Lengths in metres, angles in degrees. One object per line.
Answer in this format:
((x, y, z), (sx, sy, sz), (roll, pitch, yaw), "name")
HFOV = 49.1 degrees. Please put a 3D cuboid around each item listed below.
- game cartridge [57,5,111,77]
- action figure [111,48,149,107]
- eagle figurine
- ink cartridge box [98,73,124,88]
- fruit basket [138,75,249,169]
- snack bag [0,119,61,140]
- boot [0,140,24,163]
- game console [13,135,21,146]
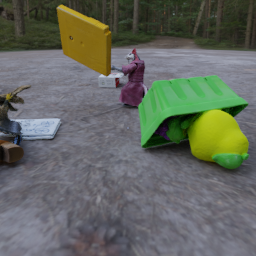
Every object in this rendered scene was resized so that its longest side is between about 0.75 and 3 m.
((-1.716, -3.463, 11.268), (2.494, 2.199, 0.405), (30, 55, 18), "game cartridge")
((0.332, -2.150, 12.220), (1.929, 2.590, 1.735), (20, 30, 35), "action figure")
((-3.963, -0.257, 8.026), (1.828, 1.838, 2.422), (27, 34, -24), "eagle figurine")
((-0.974, -2.950, 17.266), (1.398, 0.668, 1.592), (2, 20, 7), "ink cartridge box")
((2.018, 0.019, 7.888), (3.117, 2.248, 3.117), (9, 59, -16), "fruit basket")
((-3.396, 0.025, 9.691), (1.925, 0.206, 1.815), (-1, 19, -5), "snack bag")
((-3.813, 0.566, 7.099), (1.452, 0.717, 1.870), (8, 11, 37), "boot")
((-3.466, 0.461, 8.083), (0.507, 0.731, 0.856), (20, 10, -28), "game console")
